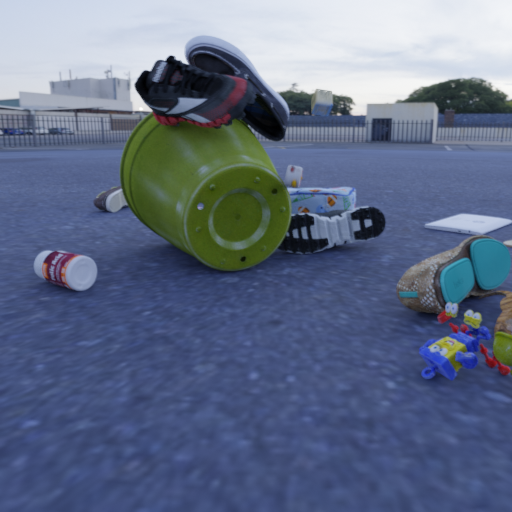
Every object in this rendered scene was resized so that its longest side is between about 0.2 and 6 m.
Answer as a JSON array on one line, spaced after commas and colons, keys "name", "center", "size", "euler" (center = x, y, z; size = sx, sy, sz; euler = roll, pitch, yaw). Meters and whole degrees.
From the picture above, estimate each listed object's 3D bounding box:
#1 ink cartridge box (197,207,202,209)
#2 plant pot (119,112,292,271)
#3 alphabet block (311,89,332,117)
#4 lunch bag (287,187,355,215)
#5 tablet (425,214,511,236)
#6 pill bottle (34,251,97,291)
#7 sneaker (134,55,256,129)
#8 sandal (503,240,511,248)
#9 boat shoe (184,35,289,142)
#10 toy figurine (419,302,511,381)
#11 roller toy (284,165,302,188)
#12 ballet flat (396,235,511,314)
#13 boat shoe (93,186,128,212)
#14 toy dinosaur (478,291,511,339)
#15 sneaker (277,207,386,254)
[{"name": "ink cartridge box", "center": [-1.926, -1.304, 16.142], "size": [0.690, 0.150, 0.599], "euler": [7, 14, 27]}, {"name": "plant pot", "center": [-0.818, -1.183, 10.677], "size": [3.080, 3.080, 2.965], "euler": [-5, 26, -21]}, {"name": "alphabet block", "center": [1.295, -3.017, 11.020], "size": [0.356, 0.364, 0.358], "euler": [8, -26, -9]}, {"name": "lunch bag", "center": [1.293, -1.251, 14.232], "size": [2.646, 1.000, 2.120], "euler": [3, 12, 14]}, {"name": "tablet", "center": [5.410, -0.825, 14.207], "size": [1.436, 0.151, 2.207], "euler": [13, 19, 41]}, {"name": "pill bottle", "center": [-3.117, 0.214, 9.099], "size": [0.993, 0.567, 0.567], "euler": [9, 17, 35]}, {"name": "sneaker", "center": [-1.143, -2.769, 9.416], "size": [2.450, 0.866, 1.197], "euler": [12, -19, 40]}, {"name": "sandal", "center": [6.138, -0.505, 12.036], "size": [1.687, 0.555, 0.619], "euler": [-1, 14, -4]}, {"name": "boat shoe", "center": [-0.310, -3.067, 10.685], "size": [0.920, 0.872, 2.633], "euler": [-25, -41, 29]}, {"name": "toy figurine", "center": [2.174, 1.132, 5.877], "size": [0.844, 0.743, 1.409], "euler": [-32, 18, -9]}, {"name": "roller toy", "center": [0.641, -1.326, 9.413], "size": [0.275, 0.359, 0.394], "euler": [12, 6, 6]}, {"name": "ballet flat", "center": [2.958, 0.242, 8.442], "size": [0.886, 0.957, 2.715], "euler": [-10, 0, 43]}, {"name": "boat shoe", "center": [-4.166, -1.781, 16.961], "size": [0.596, 0.719, 2.003], "euler": [7, 21, 15]}, {"name": "toy dinosaur", "center": [3.470, 0.641, 7.358], "size": [1.046, 0.595, 1.969], "euler": [5, 14, 22]}, {"name": "sneaker", "center": [1.347, -0.521, 11.732], "size": [2.510, 0.834, 1.136], "euler": [-8, 1, -9]}]
